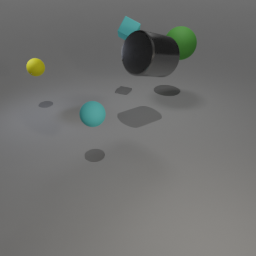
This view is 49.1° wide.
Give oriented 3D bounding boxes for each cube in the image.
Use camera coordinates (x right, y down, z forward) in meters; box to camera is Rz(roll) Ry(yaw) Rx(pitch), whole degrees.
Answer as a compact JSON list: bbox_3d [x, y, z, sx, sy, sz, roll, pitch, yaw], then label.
[{"bbox_3d":[0.044,-4.013,11.510,0.700,0.700,0.700,28,1,1],"label":"cube"}]

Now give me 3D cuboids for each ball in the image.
[{"bbox_3d":[2.255,-3.652,12.100,1.400,1.400,1.400,0,29,0],"label":"ball"},{"bbox_3d":[-0.952,-0.375,7.535,0.700,0.700,0.700,0,29,0],"label":"ball"},{"bbox_3d":[-3.665,-2.409,11.136,0.700,0.700,0.700,0,29,0],"label":"ball"}]

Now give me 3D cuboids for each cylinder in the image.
[{"bbox_3d":[0.744,-2.395,9.208,1.400,1.400,1.400,-8,27,-45],"label":"cylinder"}]
